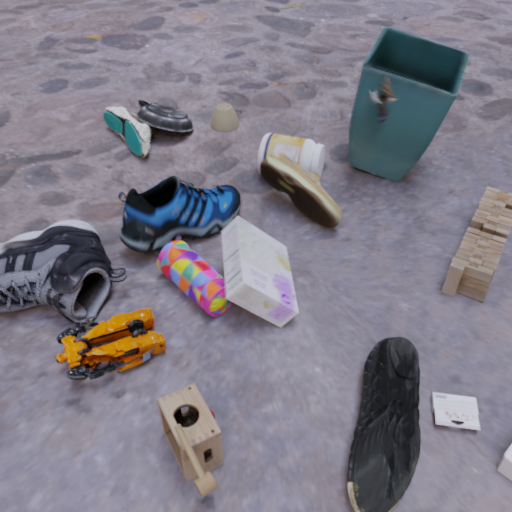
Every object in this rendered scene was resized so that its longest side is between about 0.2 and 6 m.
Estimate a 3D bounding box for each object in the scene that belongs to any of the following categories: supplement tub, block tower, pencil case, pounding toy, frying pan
[{"bbox_3d":[0.857,-2.345,13.537,1.467,1.059,1.059,12,44,13],"label":"supplement tub"},{"bbox_3d":[4.670,-0.269,11.454,0.845,0.790,2.924,21,47,23],"label":"block tower"},{"bbox_3d":[-1.144,0.383,10.768,0.808,0.808,1.828,-28,50,-28],"label":"pencil case"},{"bbox_3d":[-0.782,2.591,7.887,0.694,1.333,1.518,-20,46,-21],"label":"pounding toy"},{"bbox_3d":[-2.548,-4.034,15.793,1.593,0.429,2.633,10,28,-14],"label":"frying pan"}]

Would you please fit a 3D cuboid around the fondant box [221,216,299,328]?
[{"bbox_3d":[0.046,0.276,10.503,1.339,0.540,1.855,31,33,-30],"label":"fondant box"}]

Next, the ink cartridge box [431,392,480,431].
[{"bbox_3d":[3.160,2.492,8.890,0.698,0.152,0.606,6,43,7],"label":"ink cartridge box"}]

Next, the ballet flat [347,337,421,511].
[{"bbox_3d":[1.963,2.560,8.561,0.985,0.842,2.963,26,51,-2],"label":"ballet flat"}]

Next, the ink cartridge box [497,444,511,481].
[{"bbox_3d":[4.149,3.067,8.033,0.756,0.441,1.045,-34,52,-32],"label":"ink cartridge box"}]

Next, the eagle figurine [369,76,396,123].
[{"bbox_3d":[2.592,-3.175,11.535,0.594,0.787,0.597,29,68,-2],"label":"eagle figurine"}]

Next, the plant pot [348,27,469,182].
[{"bbox_3d":[3.315,-3.325,13.141,2.020,2.859,2.021,22,49,9],"label":"plant pot"}]

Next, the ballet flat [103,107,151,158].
[{"bbox_3d":[-3.268,-3.422,14.923,0.839,0.839,2.338,-26,50,-26],"label":"ballet flat"}]

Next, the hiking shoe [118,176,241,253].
[{"bbox_3d":[-1.442,-1.075,11.813,3.035,1.316,1.129,-26,49,-38],"label":"hiking shoe"}]

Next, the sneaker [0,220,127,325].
[{"bbox_3d":[-4.086,0.596,10.092,3.463,1.307,1.971,-28,47,-31],"label":"sneaker"}]

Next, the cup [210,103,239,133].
[{"bbox_3d":[-0.884,-3.899,15.616,0.816,0.584,0.816,0,42,0],"label":"cup"}]

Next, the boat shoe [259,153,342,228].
[{"bbox_3d":[1.136,-1.558,12.392,2.235,0.801,0.851,44,60,14],"label":"boat shoe"}]

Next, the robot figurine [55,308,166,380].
[{"bbox_3d":[-2.528,1.553,9.653,1.779,0.518,1.290,-17,45,-19],"label":"robot figurine"}]
